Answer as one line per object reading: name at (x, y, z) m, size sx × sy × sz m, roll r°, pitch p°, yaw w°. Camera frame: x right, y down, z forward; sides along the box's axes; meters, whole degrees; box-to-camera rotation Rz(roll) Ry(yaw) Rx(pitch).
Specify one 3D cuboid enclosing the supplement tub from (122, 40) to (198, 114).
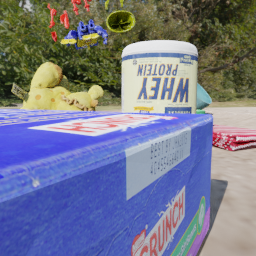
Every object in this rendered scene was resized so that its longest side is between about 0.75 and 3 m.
supplement tub at (0.517, -0.480, 4.705) m, size 1.253 × 1.729 × 1.253 m, roll 0°, pitch 5°, yaw 0°

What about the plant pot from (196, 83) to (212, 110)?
plant pot at (3.525, -1.800, 17.049) m, size 2.571 × 1.732 × 2.571 m, roll 29°, pitch 31°, yaw -20°

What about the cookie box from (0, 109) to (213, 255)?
cookie box at (-0.790, 0.307, 1.404) m, size 2.086 × 0.784 × 1.784 m, roll 3°, pitch 6°, yaw 27°

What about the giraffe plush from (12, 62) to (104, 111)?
giraffe plush at (-1.568, -0.582, 7.092) m, size 1.770 × 1.883 × 2.182 m, roll 16°, pitch 7°, yaw 8°

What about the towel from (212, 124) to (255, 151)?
towel at (1.846, 0.112, 6.169) m, size 1.949 × 0.303 × 2.695 m, roll -1°, pitch 7°, yaw -32°

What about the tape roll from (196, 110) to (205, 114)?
tape roll at (1.772, -0.418, 10.524) m, size 2.193 × 0.527 × 2.193 m, roll 1°, pitch 6°, yaw 0°

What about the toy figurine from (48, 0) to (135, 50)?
toy figurine at (-1.223, -3.241, 9.120) m, size 2.595 × 1.369 × 1.555 m, roll -18°, pitch -4°, yaw -12°
